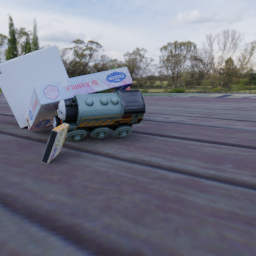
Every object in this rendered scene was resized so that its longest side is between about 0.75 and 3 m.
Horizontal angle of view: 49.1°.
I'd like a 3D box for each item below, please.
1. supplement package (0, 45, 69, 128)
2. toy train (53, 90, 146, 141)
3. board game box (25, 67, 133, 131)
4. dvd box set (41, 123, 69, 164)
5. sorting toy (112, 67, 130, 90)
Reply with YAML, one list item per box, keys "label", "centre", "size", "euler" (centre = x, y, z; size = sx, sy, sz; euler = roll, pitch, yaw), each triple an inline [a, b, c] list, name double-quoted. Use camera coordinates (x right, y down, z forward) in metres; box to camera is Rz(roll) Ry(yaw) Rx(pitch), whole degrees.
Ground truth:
- label: "supplement package"
  centre: [-2.974, -1.387, 8.909]
  size: [1.860, 1.847, 2.451]
  euler: [-25, 20, -16]
- label: "toy train"
  centre: [-0.586, -0.319, 6.137]
  size: [2.040, 0.869, 1.162]
  euler: [-4, -27, -21]
- label: "board game box"
  centre: [-1.324, -0.684, 7.036]
  size: [2.229, 0.460, 2.234]
  euler: [-18, -6, -27]
- label: "dvd box set"
  centre: [-1.198, 0.235, 4.678]
  size: [0.113, 0.563, 0.770]
  euler: [21, 9, -2]
- label: "sorting toy"
  centre: [-0.075, -1.123, 10.364]
  size: [1.050, 1.537, 2.559]
  euler: [5, 36, -20]
